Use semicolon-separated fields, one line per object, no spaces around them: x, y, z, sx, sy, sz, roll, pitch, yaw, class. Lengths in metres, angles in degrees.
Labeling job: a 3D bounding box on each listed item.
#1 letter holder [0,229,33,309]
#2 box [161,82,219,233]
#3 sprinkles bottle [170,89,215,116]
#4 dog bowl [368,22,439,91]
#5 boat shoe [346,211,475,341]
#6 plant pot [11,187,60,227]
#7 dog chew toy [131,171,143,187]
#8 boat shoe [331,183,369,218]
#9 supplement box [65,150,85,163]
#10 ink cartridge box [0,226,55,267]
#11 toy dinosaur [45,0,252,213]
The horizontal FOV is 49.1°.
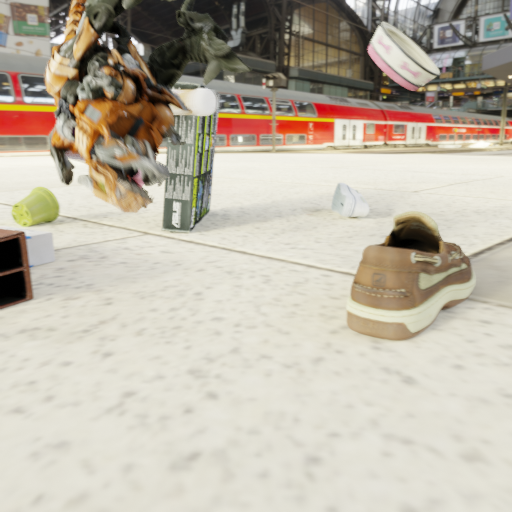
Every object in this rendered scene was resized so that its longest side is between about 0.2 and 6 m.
-4.213;0.181;7.472;1.921;0.966;1.365;7;17;29;letter holder
-1.532;-2.407;13.511;0.774;3.258;3.147;7;14;5;box
-1.415;-2.872;10.489;1.400;0.478;0.478;12;17;37;sprinkles bottle
2.831;-3.846;10.935;1.498;0.552;1.498;28;35;-22;dog bowl
2.210;0.029;7.421;1.242;1.244;3.363;7;15;26;boat shoe
-5.357;-1.105;13.444;0.918;0.918;0.844;5;25;21;plant pot
-2.260;-1.404;9.579;0.515;0.515;0.827;-10;36;-36;dog chew toy
2.521;-1.390;15.038;0.727;0.801;2.178;15;21;-5;boat shoe
-3.707;-2.523;11.883;0.311;1.023;0.557;27;9;31;supplement box
-4.320;-0.139;9.682;1.323;0.558;0.966;8;15;30;ink cartridge box
-1.799;-2.338;6.902;2.616;3.854;1.969;-38;-14;16;toy dinosaur
